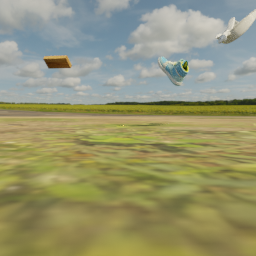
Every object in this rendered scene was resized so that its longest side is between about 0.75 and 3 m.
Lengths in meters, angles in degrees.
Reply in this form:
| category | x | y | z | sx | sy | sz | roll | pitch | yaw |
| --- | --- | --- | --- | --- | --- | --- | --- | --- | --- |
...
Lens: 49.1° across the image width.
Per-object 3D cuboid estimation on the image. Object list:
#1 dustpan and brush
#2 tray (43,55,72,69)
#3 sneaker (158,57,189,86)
| category | x | y | z | sx | sy | sz | roll | pitch | yaw |
| --- | --- | --- | --- | --- | --- | --- | --- | --- | --- |
| dustpan and brush | 3.287 | -3.095 | 8.980 | 0.599 | 2.093 | 1.460 | 42 | -40 | -17 |
| tray | -2.072 | -1.934 | 8.240 | 0.764 | 0.141 | 0.377 | 4 | -37 | 20 |
| sneaker | 1.448 | -1.958 | 8.652 | 0.465 | 1.170 | 0.764 | -16 | -27 | -41 |
